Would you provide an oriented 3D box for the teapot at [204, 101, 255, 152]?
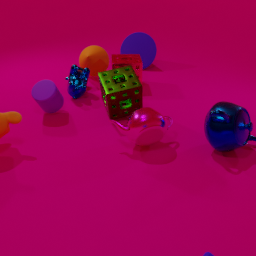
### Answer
[{"bbox_3d":[2.576,-0.009,6.895,1.000,1.270,2.043,1,-20,46],"label":"teapot"}]

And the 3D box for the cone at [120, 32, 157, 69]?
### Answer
[{"bbox_3d":[0.631,-3.441,13.071,1.636,1.636,1.642,8,6,13],"label":"cone"}]

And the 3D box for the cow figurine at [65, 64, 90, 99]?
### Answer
[{"bbox_3d":[-1.845,-1.654,10.115,0.838,1.502,1.527,12,65,-16],"label":"cow figurine"}]

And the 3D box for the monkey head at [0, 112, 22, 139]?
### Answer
[{"bbox_3d":[-3.418,-0.229,6.761,1.604,0.967,1.154,-5,71,-20],"label":"monkey head"}]

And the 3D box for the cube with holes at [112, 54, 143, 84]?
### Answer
[{"bbox_3d":[-0.059,-2.101,10.576,1.084,1.084,1.084,-2,31,-3],"label":"cube with holes"}]

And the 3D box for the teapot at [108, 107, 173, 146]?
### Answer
[{"bbox_3d":[0.381,-0.081,7.064,1.712,1.064,0.838,-7,52,-19],"label":"teapot"}]

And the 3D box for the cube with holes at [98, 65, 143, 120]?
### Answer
[{"bbox_3d":[-0.219,-1.055,8.358,1.036,1.036,1.036,-15,49,-9],"label":"cube with holes"}]

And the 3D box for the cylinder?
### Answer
[{"bbox_3d":[-2.437,-0.955,8.554,0.760,0.760,0.760,-4,63,7],"label":"cylinder"}]

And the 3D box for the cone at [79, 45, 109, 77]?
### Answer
[{"bbox_3d":[-1.436,-2.701,10.944,1.259,1.259,1.263,2,6,3],"label":"cone"}]

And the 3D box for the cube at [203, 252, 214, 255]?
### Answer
[{"bbox_3d":[0.898,2.270,2.959,1.094,1.094,1.094,35,53,27],"label":"cube"}]
